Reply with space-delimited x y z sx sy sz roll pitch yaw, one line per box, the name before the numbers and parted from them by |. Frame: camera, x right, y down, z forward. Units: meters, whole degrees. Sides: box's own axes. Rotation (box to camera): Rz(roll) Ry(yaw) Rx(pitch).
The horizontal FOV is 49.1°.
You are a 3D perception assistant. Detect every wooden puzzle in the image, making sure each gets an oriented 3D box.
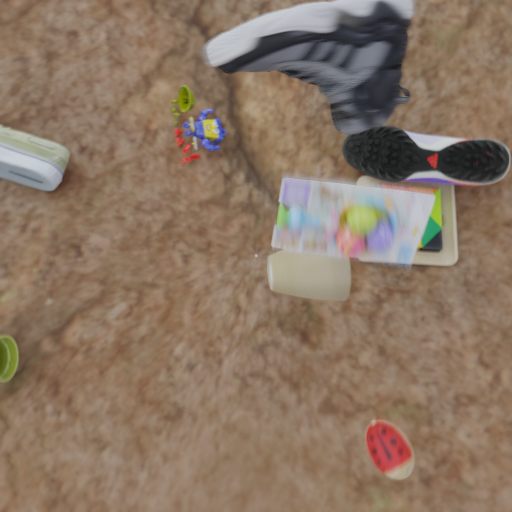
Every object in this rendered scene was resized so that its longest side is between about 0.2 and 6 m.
wooden puzzle | 2.950 -0.717 10.963 1.916 0.357 1.773 2 76 1

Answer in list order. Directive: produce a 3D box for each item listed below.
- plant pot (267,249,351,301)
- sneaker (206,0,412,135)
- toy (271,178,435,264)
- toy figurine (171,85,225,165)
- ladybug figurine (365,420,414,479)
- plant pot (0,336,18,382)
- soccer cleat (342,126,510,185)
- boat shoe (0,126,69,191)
plant pot | 0.797 0.219 8.994 1.176 1.102 1.102 -4 76 -7
sneaker | 0.994 -2.653 8.223 3.329 1.256 1.894 -19 108 -21
toy | 1.124 -0.311 6.671 1.797 1.035 0.424 9 39 0
toy figurine | -1.094 -2.622 11.447 0.927 0.817 1.548 -4 76 -30
ladybug figurine | 1.992 2.929 8.461 0.640 0.339 0.943 -35 74 14
plant pot | -4.882 1.875 10.147 0.750 0.816 0.816 -5 75 11
soccer cleat | 3.280 -1.901 11.043 3.130 1.146 1.068 9 95 19
boat shoe | -5.088 -2.118 11.128 2.787 1.003 0.864 21 59 -3
